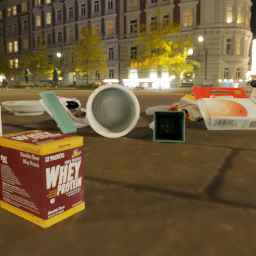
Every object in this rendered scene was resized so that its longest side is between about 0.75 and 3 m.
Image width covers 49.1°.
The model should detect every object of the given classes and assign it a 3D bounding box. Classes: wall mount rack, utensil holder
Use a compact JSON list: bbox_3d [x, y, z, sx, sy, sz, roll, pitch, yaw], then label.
[{"bbox_3d":[-2.227,-0.574,11.003,2.063,0.885,2.375,8,9,16],"label":"wall mount rack"},{"bbox_3d":[-0.544,-0.624,9.412,1.640,1.640,1.929,-1,7,-6],"label":"utensil holder"}]

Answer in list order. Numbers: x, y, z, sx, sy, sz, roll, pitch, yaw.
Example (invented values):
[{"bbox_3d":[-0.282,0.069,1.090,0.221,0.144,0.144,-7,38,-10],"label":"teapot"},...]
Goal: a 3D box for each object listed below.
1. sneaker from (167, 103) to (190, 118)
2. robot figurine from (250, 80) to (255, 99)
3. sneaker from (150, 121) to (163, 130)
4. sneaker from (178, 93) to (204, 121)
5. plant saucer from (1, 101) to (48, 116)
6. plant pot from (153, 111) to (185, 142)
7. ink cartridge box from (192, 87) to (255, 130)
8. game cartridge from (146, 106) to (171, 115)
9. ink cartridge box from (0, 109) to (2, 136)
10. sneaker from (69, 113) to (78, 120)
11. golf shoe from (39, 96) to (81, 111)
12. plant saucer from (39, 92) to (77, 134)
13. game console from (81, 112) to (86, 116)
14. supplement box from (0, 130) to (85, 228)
[{"bbox_3d":[2.871,-0.730,13.153,2.260,0.870,0.960,-2,17,38],"label":"sneaker"},{"bbox_3d":[6.955,-1.348,13.101,2.927,1.826,2.199,-9,12,-44],"label":"robot figurine"},{"bbox_3d":[1.011,-0.060,9.825,0.562,0.441,1.132,-4,-1,17],"label":"sneaker"},{"bbox_3d":[3.258,-0.639,12.073,2.498,1.026,0.972,28,1,41],"label":"sneaker"},{"bbox_3d":[-5.360,-1.082,15.154,2.698,0.677,2.698,0,10,0],"label":"plant saucer"},{"bbox_3d":[1.212,-0.063,8.381,0.863,0.863,1.221,1,1,6],"label":"plant pot"},{"bbox_3d":[3.949,-1.052,10.890,2.339,0.723,2.884,0,42,-2],"label":"ink cartridge box"},{"bbox_3d":[2.076,-0.946,15.232,1.485,0.463,2.231,10,13,28],"label":"game cartridge"},{"bbox_3d":[-4.031,-0.115,8.137,0.244,0.973,1.121,0,9,-1],"label":"ink cartridge box"},{"bbox_3d":[-2.329,-0.413,12.260,0.448,0.349,0.997,17,13,11],"label":"sneaker"},{"bbox_3d":[-4.128,-1.476,16.855,2.543,0.923,1.171,-3,10,-19],"label":"golf shoe"},{"bbox_3d":[-2.193,-0.535,8.861,0.153,1.617,0.565,-45,-18,30],"label":"plant saucer"},{"bbox_3d":[-1.326,-0.670,13.883,1.386,0.955,1.608,-30,-2,13],"label":"game console"},{"bbox_3d":[-1.141,0.589,3.670,0.970,0.984,0.653,7,11,36],"label":"supplement box"}]
